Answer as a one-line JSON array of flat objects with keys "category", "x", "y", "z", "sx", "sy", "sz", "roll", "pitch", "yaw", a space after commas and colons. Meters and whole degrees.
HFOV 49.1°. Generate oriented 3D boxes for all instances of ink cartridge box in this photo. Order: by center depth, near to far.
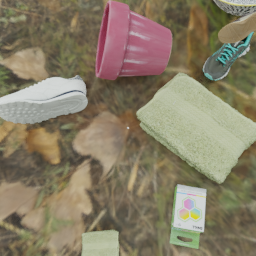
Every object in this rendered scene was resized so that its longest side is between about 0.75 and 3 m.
[{"category": "ink cartridge box", "x": 1.341, "y": 1.965, "z": 6.257, "sx": 0.662, "sy": 0.378, "sz": 1.275, "roll": 9, "pitch": 69, "yaw": 4}]

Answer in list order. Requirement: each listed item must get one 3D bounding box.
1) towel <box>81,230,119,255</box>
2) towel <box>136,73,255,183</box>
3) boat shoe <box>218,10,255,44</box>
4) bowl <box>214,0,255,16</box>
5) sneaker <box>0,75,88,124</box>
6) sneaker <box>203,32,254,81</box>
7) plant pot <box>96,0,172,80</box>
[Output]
[{"category": "towel", "x": -0.609, "y": 2.565, "z": 6.144, "sx": 0.827, "sy": 0.151, "sz": 0.614, "roll": -3, "pitch": 68, "yaw": -1}, {"category": "towel", "x": 1.732, "y": -0.096, "z": 7.009, "sx": 2.674, "sy": 0.488, "sz": 1.984, "roll": 40, "pitch": 75, "yaw": 14}, {"category": "boat shoe", "x": 2.479, "y": -2.156, "z": 5.900, "sx": 0.384, "sy": 1.185, "sz": 0.426, "roll": -39, "pitch": 101, "yaw": -37}, {"category": "bowl", "x": 3.489, "y": -4.131, "z": 8.058, "sx": 2.628, "sy": 1.233, "sz": 2.628, "roll": -6, "pitch": 68, "yaw": 14}, {"category": "sneaker", "x": -2.215, "y": -0.773, "z": 7.180, "sx": 2.308, "sy": 0.882, "sz": 0.929, "roll": -10, "pitch": 59, "yaw": -9}, {"category": "sneaker", "x": 2.735, "y": -2.085, "z": 7.598, "sx": 0.720, "sy": 0.847, "sz": 1.856, "roll": 39, "pitch": 74, "yaw": 14}, {"category": "plant pot", "x": 0.138, "y": -2.095, "z": 7.197, "sx": 1.676, "sy": 1.872, "sz": 1.872, "roll": 8, "pitch": 68, "yaw": -13}]
